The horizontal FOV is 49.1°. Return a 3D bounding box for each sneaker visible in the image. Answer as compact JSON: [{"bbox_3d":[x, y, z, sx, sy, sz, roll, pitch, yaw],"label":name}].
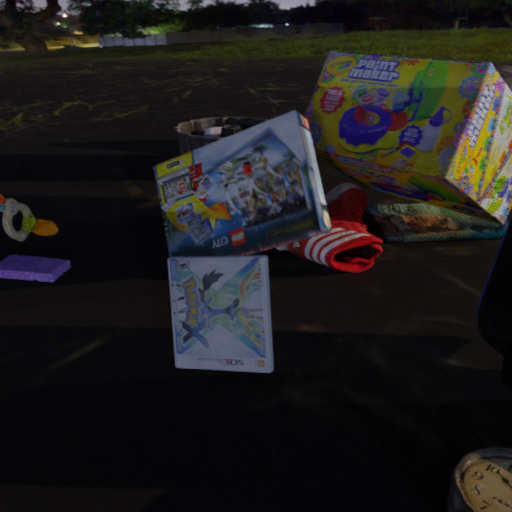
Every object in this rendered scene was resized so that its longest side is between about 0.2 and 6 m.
[{"bbox_3d":[1.479,-0.349,8.909,1.426,0.967,2.468,31,39,25],"label":"sneaker"}]

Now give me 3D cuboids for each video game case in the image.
[{"bbox_3d":[-0.365,0.577,5.612,1.057,1.159,0.128,-1,6,20],"label":"video game case"}]

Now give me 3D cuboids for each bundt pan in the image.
[{"bbox_3d":[-0.609,-2.649,13.607,2.716,1.019,2.716,1,24,0],"label":"bundt pan"}]

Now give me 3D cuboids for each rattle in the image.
[{"bbox_3d":[-3.750,-0.647,8.957,0.688,0.963,0.627,19,55,26],"label":"rattle"}]

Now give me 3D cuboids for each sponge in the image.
[{"bbox_3d":[-3.324,0.181,8.278,0.974,0.145,0.543,4,25,10],"label":"sponge"}]

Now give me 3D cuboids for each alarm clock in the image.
[{"bbox_3d":[1.986,1.823,4.176,0.923,0.456,1.369,21,33,40],"label":"alarm clock"}]

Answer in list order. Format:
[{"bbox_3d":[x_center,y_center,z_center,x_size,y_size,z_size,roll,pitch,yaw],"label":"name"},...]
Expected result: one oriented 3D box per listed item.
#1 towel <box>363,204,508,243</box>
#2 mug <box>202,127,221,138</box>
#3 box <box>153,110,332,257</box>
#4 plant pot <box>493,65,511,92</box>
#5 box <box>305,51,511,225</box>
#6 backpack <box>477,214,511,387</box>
[{"bbox_3d":[3.196,-0.646,10.033,2.232,0.242,1.637,-2,23,-4],"label":"towel"},{"bbox_3d":[-0.954,-2.963,14.132,0.724,0.610,0.826,4,3,-17],"label":"mug"},{"bbox_3d":[-0.255,-0.809,7.718,2.342,1.599,0.441,-15,-8,26],"label":"box"},{"bbox_3d":[6.329,-3.745,15.105,2.204,2.204,1.912,12,42,24],"label":"plant pot"},{"bbox_3d":[2.675,-1.946,9.262,2.781,1.697,2.679,24,4,42],"label":"box"},{"bbox_3d":[4.108,-0.011,5.063,3.429,3.138,2.520,10,23,3],"label":"backpack"}]
